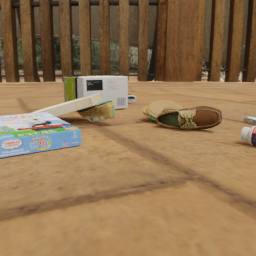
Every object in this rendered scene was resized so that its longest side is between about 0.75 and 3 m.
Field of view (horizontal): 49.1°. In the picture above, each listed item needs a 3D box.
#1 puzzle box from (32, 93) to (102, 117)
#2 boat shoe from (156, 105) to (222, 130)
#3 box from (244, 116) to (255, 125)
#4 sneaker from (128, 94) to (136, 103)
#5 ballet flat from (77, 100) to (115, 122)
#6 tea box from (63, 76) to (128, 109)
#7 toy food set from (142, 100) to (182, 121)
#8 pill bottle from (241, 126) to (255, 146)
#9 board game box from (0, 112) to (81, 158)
[{"bbox_3d":[-2.540,-0.773,10.995,2.849,0.362,1.895,-15,10,8],"label":"puzzle box"},{"bbox_3d":[2.008,-0.281,9.616,2.289,0.866,0.845,-1,14,37],"label":"boat shoe"},{"bbox_3d":[5.315,-0.306,10.944,1.208,0.220,0.872,-2,12,-14],"label":"box"},{"bbox_3d":[-0.408,-1.847,17.497,1.779,0.650,0.995,7,8,-5],"label":"sneaker"},{"bbox_3d":[-1.290,-0.567,10.956,0.804,0.739,2.343,-23,11,-33],"label":"ballet flat"},{"bbox_3d":[-1.733,-1.884,14.768,2.565,1.714,2.523,-8,14,-32],"label":"tea box"},{"bbox_3d":[1.475,-0.649,11.230,1.552,0.378,1.536,-16,37,-27],"label":"toy food set"},{"bbox_3d":[3.603,0.235,7.570,0.966,0.538,0.538,11,16,43],"label":"pill bottle"},{"bbox_3d":[-2.980,0.081,8.186,2.203,0.533,2.912,-8,16,-33],"label":"board game box"}]
